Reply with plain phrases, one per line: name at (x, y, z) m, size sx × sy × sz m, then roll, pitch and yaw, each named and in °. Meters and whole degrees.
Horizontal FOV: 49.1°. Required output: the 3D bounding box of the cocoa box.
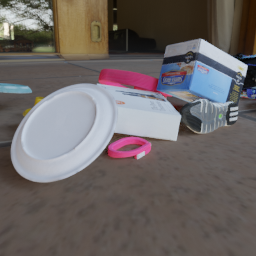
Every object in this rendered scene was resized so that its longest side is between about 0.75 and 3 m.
cocoa box at (2.293, -1.549, 8.678) m, size 2.254 × 1.479 × 1.503 m, roll 14°, pitch -2°, yaw -34°

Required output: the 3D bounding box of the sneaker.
sneaker at (1.872, -0.379, 7.689) m, size 2.306 × 0.865 × 1.332 m, roll -2°, pitch 10°, yaw -40°

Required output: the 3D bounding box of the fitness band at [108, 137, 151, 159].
fitness band at (0.041, 0.415, 6.014) m, size 0.765 × 0.199 × 1.065 m, roll 11°, pitch 20°, yaw 32°

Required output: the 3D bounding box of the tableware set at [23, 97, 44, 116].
tableware set at (-1.974, -0.318, 7.656) m, size 1.795 × 0.409 × 2.665 m, roll -2°, pitch 23°, yaw -31°

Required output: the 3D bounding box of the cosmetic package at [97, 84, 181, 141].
cosmetic package at (0.076, -0.546, 7.713) m, size 2.103 × 0.721 × 2.790 m, roll 6°, pitch 17°, yaw -6°

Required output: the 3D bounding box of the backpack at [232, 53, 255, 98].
backpack at (5.431, -2.119, 11.326) m, size 2.573 × 1.731 × 2.349 m, roll 7°, pitch 19°, yaw 26°

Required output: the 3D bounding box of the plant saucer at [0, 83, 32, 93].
plant saucer at (-3.831, -1.282, 8.918) m, size 1.485 × 0.204 × 1.485 m, roll 6°, pitch 10°, yaw -1°

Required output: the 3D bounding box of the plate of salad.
plate of salad at (-1.107, 0.047, 4.953) m, size 2.073 × 0.498 × 2.073 m, roll -13°, pitch 50°, yaw 16°

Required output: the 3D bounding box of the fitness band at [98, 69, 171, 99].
fitness band at (0.257, -1.540, 10.258) m, size 2.986 × 0.559 × 2.144 m, roll 16°, pitch 0°, yaw 41°
